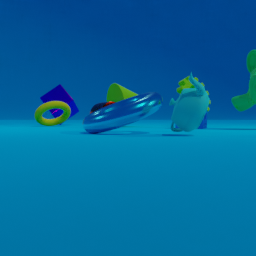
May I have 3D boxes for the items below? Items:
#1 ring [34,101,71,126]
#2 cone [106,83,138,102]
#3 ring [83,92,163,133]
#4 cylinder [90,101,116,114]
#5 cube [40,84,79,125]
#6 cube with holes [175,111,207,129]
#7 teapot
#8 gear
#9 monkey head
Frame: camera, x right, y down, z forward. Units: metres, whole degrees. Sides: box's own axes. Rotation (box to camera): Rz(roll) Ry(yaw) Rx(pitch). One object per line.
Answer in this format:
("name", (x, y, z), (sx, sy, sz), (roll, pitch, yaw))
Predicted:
("ring", (-2.754, -0.515, 10.282), (1.313, 0.263, 1.313), (-17, -30, -10))
("cone", (0.215, -0.881, 10.088), (1.516, 1.510, 1.510), (-7, 5, -27))
("ring", (-0.106, -0.311, 5.420), (1.621, 0.324, 1.621), (-20, 10, 4))
("cylinder", (-0.640, -0.387, 8.364), (0.770, 0.770, 0.770), (-1, 2, -32))
("cube", (-3.076, -1.055, 12.685), (1.113, 1.113, 1.113), (-37, -23, -11))
("cube with holes", (1.839, -0.376, 8.096), (0.768, 0.768, 0.768), (1, 2, 24))
("teapot", (0.960, -0.354, 4.512), (0.574, 1.172, 0.729), (22, 43, 6))
("gear", (2.538, -1.215, 10.743), (1.555, 1.555, 0.288), (-1, -16, -38))
("monkey head", (3.381, -0.991, 7.129), (1.319, 1.833, 1.105), (-25, 20, 49))
